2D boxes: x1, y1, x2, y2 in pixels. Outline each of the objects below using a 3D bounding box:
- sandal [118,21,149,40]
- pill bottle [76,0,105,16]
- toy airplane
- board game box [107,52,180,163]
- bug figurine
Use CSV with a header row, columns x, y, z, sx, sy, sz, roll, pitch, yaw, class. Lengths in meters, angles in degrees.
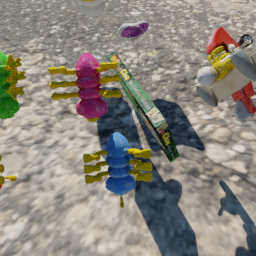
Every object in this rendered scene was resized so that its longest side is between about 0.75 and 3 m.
x,y,z,sx,sy,sz,roll,pitch,yaw,class
0.176,-2.326,6.829,1.132,0.461,0.278,-28,71,-44,sandal
-1.258,-4.685,8.843,1.182,2.123,1.182,0,61,1,pill bottle
2.110,-1.012,5.952,1.322,1.873,1.865,-8,33,-14,toy airplane
0.310,-0.553,6.466,0.312,1.392,2.658,-31,50,2,board game box
-0.911,0.052,3.208,2.358,1.829,0.607,0,11,1,bug figurine
